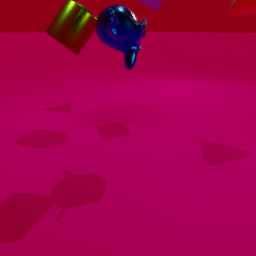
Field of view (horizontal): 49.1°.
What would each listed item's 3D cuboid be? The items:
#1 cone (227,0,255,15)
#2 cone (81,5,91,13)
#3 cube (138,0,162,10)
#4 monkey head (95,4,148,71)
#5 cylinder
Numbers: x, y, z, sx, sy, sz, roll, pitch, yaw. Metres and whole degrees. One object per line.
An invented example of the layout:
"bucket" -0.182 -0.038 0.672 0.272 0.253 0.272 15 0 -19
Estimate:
"cone" 3.162 -3.349 7.500 1.315 1.315 1.320 -12 -2 -28
"cone" -1.533 -4.044 10.562 1.143 1.143 1.147 -16 27 -35
"cube" 0.653 -4.261 8.661 0.810 0.810 0.810 19 24 -23
"monkey head" -0.197 -1.835 5.697 1.004 1.199 1.666 9 10 -13
"cylinder" -1.584 -2.870 8.035 1.128 1.128 1.128 36 5 -3
